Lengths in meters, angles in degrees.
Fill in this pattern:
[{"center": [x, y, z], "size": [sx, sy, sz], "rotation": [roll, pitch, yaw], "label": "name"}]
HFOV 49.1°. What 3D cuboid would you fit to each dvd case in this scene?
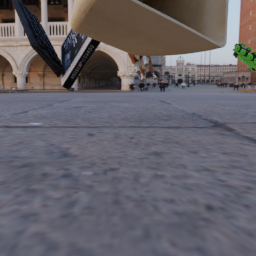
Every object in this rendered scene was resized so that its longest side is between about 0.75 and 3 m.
[{"center": [-1.457, -2.557, 8.341], "size": [0.309, 1.878, 2.499], "rotation": [21, 33, -31], "label": "dvd case"}]

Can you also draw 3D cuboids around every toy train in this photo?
[{"center": [4.148, -2.139, 9.129], "size": [0.385, 0.520, 1.843], "rotation": [-26, 56, -23], "label": "toy train"}]

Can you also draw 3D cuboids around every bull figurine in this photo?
[{"center": [0.419, -2.704, 10.682], "size": [0.780, 1.454, 2.395], "rotation": [-23, -18, 18], "label": "bull figurine"}]

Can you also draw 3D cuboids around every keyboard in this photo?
[{"center": [-2.644, -2.729, 8.592], "size": [0.380, 2.963, 1.779], "rotation": [-32, -36, 2], "label": "keyboard"}]

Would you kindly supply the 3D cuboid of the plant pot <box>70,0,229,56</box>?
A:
[{"center": [0.207, -2.754, 5.400], "size": [2.554, 2.557, 2.264], "rotation": [13, -12, -32], "label": "plant pot"}]
